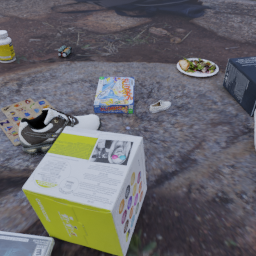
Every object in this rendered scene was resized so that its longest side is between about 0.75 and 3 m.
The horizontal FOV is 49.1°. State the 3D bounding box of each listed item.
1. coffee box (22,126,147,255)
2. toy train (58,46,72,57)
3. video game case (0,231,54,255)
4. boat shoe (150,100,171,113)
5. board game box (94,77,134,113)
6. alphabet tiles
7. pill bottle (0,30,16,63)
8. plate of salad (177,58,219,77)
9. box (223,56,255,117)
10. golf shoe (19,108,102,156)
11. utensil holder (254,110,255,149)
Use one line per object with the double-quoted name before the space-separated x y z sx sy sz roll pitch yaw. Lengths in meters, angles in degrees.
"coffee box" -0.757 1.345 6.144 1.888 1.885 1.867 8 45 18
"toy train" -3.324 -4.035 14.785 0.528 0.395 0.927 14 39 3
"video game case" -2.882 3.000 5.518 2.266 0.265 2.060 5 38 6
"boat shoe" 1.248 -0.879 10.704 0.973 0.340 0.345 -19 42 -23
"board game box" -0.497 -1.376 11.304 1.520 0.387 2.245 0 38 0
"alphabet tiles" -3.633 -0.378 10.272 2.032 0.092 2.431 -27 45 -30
"pill bottle" -6.132 -4.028 13.882 0.796 1.431 0.796 0 38 0
"plate of salad" 3.326 -2.987 13.331 1.959 0.471 1.959 0 37 0
"box" 5.187 -1.725 11.000 1.807 1.304 2.435 -6 38 -8
"golf shoe" -2.078 -0.090 8.935 2.731 1.290 1.062 -21 41 -27
"utensil holder" 4.643 0.077 8.656 1.405 1.405 1.654 13 42 16
